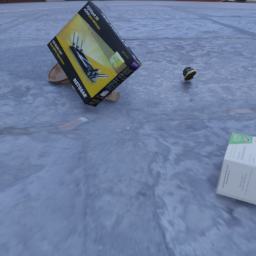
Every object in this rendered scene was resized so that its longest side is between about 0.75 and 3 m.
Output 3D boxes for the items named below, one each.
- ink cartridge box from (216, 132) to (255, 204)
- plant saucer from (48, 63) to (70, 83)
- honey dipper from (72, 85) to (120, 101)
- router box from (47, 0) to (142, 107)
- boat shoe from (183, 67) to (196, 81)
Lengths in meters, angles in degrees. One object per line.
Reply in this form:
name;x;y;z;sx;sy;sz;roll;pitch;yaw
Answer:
ink cartridge box;3.197;0.972;6.078;2.151;0.941;1.563;15;27;23
plant saucer;-2.550;-2.619;12.398;2.096;0.383;2.096;-17;42;15
honey dipper;-1.329;-1.460;10.949;2.133;0.405;0.405;16;34;24
router box;-1.254;-2.601;9.919;2.928;2.302;0.765;55;17;17
boat shoe;2.516;-2.320;11.747;0.527;0.485;1.475;-23;-4;8
